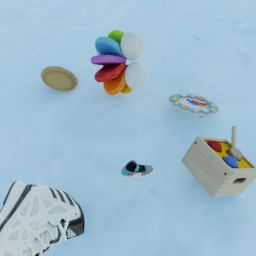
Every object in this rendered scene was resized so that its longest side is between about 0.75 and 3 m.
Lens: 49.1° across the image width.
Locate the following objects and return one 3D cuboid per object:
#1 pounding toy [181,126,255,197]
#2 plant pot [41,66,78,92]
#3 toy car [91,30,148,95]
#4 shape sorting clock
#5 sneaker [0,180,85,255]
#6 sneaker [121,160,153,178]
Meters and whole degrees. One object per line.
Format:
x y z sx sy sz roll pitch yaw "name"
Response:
2.356 0.731 6.848 1.562 1.111 1.438 5 34 -37 "pounding toy"
-2.493 -1.748 10.170 1.343 0.185 1.343 15 44 -15 "plant pot"
-0.486 -2.127 9.274 1.605 2.140 1.873 -19 18 -41 "toy car"
2.084 -0.780 8.931 1.662 0.326 1.662 10 24 -4 "shape sorting clock"
-1.639 2.012 5.228 1.643 1.078 2.855 6 26 -8 "sneaker"
0.240 0.946 6.609 0.804 0.485 0.336 -7 63 -10 "sneaker"
